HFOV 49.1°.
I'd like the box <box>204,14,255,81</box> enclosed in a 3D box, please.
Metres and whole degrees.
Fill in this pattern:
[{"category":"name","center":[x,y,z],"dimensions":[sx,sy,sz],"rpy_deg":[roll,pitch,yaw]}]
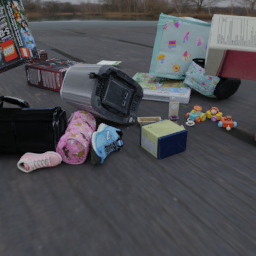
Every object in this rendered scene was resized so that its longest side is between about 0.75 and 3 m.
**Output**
[{"category":"box","center":[3.097,-2.071,7.331],"dimensions":[1.977,1.077,1.264],"rpy_deg":[9,61,12]}]

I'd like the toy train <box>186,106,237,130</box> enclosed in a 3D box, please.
[{"category":"toy train","center":[2.512,-0.353,8.560],"dimensions":[1.463,0.407,1.099],"rpy_deg":[4,25,7]}]

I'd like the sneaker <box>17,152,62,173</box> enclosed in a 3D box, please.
[{"category":"sneaker","center":[-1.987,0.782,6.210],"dimensions":[0.960,0.361,0.502],"rpy_deg":[-1,22,12]}]

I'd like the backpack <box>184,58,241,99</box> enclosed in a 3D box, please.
[{"category":"backpack","center":[3.094,-1.889,10.667],"dimensions":[1.923,1.217,1.604],"rpy_deg":[39,24,32]}]

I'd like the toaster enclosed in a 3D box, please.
[{"category":"toaster","center":[-0.811,-1.011,8.132],"dimensions":[1.597,1.405,2.473],"rpy_deg":[12,-5,36]}]

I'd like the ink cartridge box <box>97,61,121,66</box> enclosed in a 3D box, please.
[{"category":"ink cartridge box","center":[-1.023,-3.446,15.262],"dimensions":[1.168,0.280,0.850],"rpy_deg":[8,26,16]}]

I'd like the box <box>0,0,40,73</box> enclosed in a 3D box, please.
[{"category":"box","center":[-3.228,-2.015,5.958],"dimensions":[2.669,1.823,0.503],"rpy_deg":[-10,11,31]}]

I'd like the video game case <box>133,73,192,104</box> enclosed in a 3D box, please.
[{"category":"video game case","center":[1.296,-1.728,11.567],"dimensions":[2.609,0.316,2.866],"rpy_deg":[8,26,14]}]

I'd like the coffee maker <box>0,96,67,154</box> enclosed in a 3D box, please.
[{"category":"coffee maker","center":[-2.528,0.163,6.678],"dimensions":[1.914,1.289,1.839],"rpy_deg":[0,39,1]}]

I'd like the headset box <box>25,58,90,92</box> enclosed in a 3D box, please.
[{"category":"headset box","center":[-2.875,-2.306,12.088],"dimensions":[2.440,0.915,1.813],"rpy_deg":[16,29,30]}]

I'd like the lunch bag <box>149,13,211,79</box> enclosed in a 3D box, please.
[{"category":"lunch bag","center":[2.171,-3.351,11.725],"dimensions":[2.882,2.455,1.757],"rpy_deg":[-6,29,-34]}]

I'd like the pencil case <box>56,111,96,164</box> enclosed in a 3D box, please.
[{"category":"pencil case","center":[-1.245,0.191,7.012],"dimensions":[0.754,0.722,1.743],"rpy_deg":[8,26,-3]}]

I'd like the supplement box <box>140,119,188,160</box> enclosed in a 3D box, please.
[{"category":"supplement box","center":[0.877,0.253,7.063],"dimensions":[0.868,0.583,0.867],"rpy_deg":[-14,29,-28]}]

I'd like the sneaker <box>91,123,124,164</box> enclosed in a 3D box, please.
[{"category":"sneaker","center":[-0.478,0.340,6.858],"dimensions":[0.728,0.635,1.619],"rpy_deg":[6,26,6]}]

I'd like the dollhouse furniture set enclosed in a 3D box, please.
[{"category":"dollhouse furniture set","center":[0.918,-0.379,8.057],"dimensions":[1.237,0.878,0.980],"rpy_deg":[-1,25,-3]}]

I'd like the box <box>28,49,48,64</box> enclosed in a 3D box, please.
[{"category":"box","center":[-4.779,-3.586,14.800],"dimensions":[0.939,0.930,1.132],"rpy_deg":[-11,27,-22]}]
